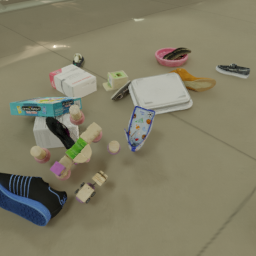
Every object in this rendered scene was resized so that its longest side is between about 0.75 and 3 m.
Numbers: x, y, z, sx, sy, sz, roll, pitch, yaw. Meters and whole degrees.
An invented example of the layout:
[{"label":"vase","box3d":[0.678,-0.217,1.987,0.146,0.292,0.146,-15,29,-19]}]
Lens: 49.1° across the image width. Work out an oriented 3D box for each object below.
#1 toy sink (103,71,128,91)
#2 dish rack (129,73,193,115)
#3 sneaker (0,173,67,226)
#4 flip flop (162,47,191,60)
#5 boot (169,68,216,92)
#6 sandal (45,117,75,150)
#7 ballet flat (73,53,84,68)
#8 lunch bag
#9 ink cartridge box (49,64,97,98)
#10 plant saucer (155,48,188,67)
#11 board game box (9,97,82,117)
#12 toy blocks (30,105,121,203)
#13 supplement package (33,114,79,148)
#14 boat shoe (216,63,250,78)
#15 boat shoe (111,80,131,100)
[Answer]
[{"label":"toy sink","box3d":[-0.647,-2.383,13.977,1.145,0.642,0.746,-14,40,-16]},{"label":"dish rack","box3d":[1.458,-1.668,12.702,2.595,0.565,2.227,-12,54,-7]},{"label":"sneaker","box3d":[-3.172,1.891,8.448,2.852,1.000,1.111,22,35,20]},{"label":"flip flop","box3d":[2.798,-4.118,16.096,1.766,0.508,0.716,-28,46,-9]},{"label":"boot","box3d":[3.105,-2.504,13.980,2.200,0.774,1.575,-8,44,-1]},{"label":"sandal","box3d":[-2.214,0.160,9.659,1.516,0.363,0.570,51,31,-8]},{"label":"ballet flat","box3d":[-2.842,-3.880,15.909,0.626,0.626,1.713,0,38,1]},{"label":"lunch bag","box3d":[0.343,0.092,9.902,0.896,1.230,1.447,16,80,4]},{"label":"ink cartridge box","box3d":[-2.672,-2.252,13.671,1.434,0.810,1.957,-31,48,-33]},{"label":"plant saucer","box3d":[2.505,-4.077,16.244,1.899,0.481,1.899,1,39,-1]},{"label":"board game box","box3d":[-3.299,-0.897,11.321,2.259,0.530,1.705,3,15,27]},{"label":"toy blocks","box3d":[-1.539,0.917,9.237,2.390,2.012,2.234,39,75,6]},{"label":"supplement package","box3d":[-2.671,0.114,10.594,1.528,0.927,0.915,-5,37,-7]},{"label":"boat shoe","box3d":[5.627,-3.185,15.020,1.769,0.600,0.635,24,44,27]},{"label":"boat shoe","box3d":[-0.206,-1.717,13.262,0.453,0.532,1.591,47,51,-7]}]
